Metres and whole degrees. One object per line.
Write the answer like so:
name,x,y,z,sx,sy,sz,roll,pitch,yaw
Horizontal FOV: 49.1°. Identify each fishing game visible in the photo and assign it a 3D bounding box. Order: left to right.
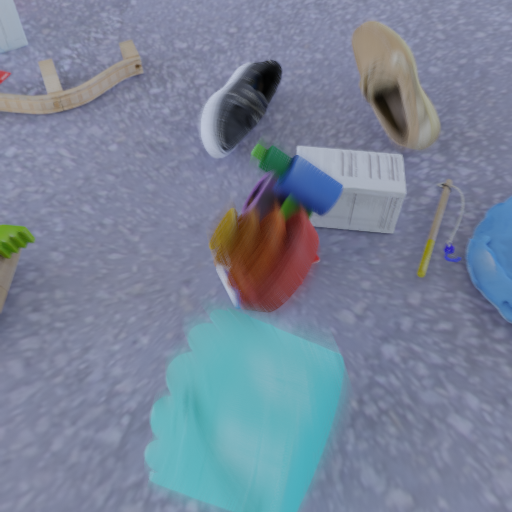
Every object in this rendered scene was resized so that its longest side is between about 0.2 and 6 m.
fishing game,4.925,0.178,8.759,4.508,0.701,3.228,10,52,17

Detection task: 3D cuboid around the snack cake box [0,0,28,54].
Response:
snack cake box,-6.336,-6.038,13.010,0.868,1.486,2.585,-27,57,-19

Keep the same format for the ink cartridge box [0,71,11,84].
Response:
ink cartridge box,-6.081,-3.810,12.069,1.033,0.262,1.173,15,54,13

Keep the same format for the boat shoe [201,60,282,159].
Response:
boat shoe,-0.164,-2.925,10.783,0.910,0.960,2.746,-8,38,34

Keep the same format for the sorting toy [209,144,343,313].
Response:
sorting toy,0.121,-0.598,7.452,1.212,1.775,2.954,33,27,-13

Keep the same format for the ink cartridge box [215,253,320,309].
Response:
ink cartridge box,0.177,0.154,8.837,1.456,0.489,0.846,-19,53,-14

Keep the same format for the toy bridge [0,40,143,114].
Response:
toy bridge,-4.253,-3.555,11.698,3.884,0.529,1.305,-19,56,-14

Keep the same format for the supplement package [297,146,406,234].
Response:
supplement package,1.519,-1.118,9.490,1.776,1.010,0.973,6,51,2

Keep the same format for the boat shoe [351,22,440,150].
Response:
boat shoe,2.497,-3.327,10.645,0.920,1.017,2.853,-8,66,-41

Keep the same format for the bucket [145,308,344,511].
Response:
bucket,-0.028,1.837,6.398,1.500,2.306,2.306,17,54,21

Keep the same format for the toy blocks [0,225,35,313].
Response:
toy blocks,-4.945,0.539,8.146,3.041,1.520,2.079,4,64,5
